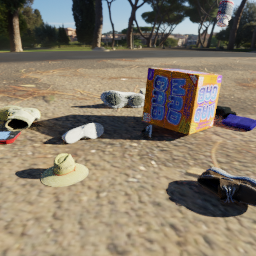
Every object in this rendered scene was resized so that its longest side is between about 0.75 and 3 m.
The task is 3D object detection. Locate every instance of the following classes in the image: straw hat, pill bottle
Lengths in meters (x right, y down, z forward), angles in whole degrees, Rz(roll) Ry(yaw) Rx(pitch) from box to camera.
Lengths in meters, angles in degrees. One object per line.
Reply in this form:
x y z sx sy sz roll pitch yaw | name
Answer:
-1.771 1.031 7.770 1.375 0.582 1.375 -1 20 0 | straw hat
3.847 -4.558 11.171 0.554 0.927 0.554 13 0 0 | pill bottle

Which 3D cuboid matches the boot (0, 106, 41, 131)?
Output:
-4.758 -0.377 11.510 1.941 0.700 1.501 2 21 2 | boot

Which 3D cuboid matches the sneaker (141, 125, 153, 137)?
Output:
0.735 0.079 10.780 0.422 0.310 0.933 5 22 4 | sneaker

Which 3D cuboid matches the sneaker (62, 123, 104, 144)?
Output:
-1.689 0.142 10.347 1.560 0.587 0.690 -13 12 -29 | sneaker

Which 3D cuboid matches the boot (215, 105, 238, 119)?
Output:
4.289 -0.677 12.747 1.189 0.440 0.974 2 24 3 | boot

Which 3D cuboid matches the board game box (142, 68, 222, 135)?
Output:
2.129 -1.174 11.112 2.150 2.151 2.149 17 19 36 | board game box

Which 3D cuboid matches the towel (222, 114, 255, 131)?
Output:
4.645 -0.198 11.626 1.252 0.310 0.925 17 33 39 | towel

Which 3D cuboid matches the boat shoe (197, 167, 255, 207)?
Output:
2.415 1.477 6.596 0.654 0.653 1.807 -18 16 -29 | boat shoe

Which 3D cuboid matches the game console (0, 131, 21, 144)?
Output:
-4.734 0.317 10.289 1.308 0.203 1.157 -1 20 -4 | game console

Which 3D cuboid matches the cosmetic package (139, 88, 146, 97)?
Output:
1.016 -2.094 16.711 0.497 0.351 0.961 -4 21 -11 | cosmetic package

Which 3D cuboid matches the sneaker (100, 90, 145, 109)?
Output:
-0.299 -1.490 14.546 2.301 0.896 1.143 7 13 -7 | sneaker
